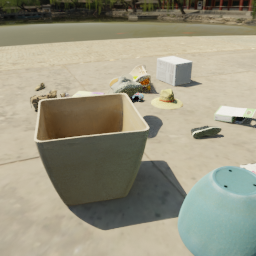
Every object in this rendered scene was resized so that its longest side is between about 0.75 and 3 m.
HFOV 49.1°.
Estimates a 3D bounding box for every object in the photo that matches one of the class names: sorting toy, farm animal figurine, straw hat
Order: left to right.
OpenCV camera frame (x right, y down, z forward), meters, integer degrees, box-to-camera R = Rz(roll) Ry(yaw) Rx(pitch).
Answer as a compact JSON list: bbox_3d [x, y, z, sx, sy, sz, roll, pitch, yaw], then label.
[{"bbox_3d":[-3.418,-1.380,12.834,1.438,0.896,1.781,12,29,37],"label":"farm animal figurine"},{"bbox_3d":[0.265,-2.662,15.590,1.799,1.068,1.999,-9,28,-1],"label":"sorting toy"},{"bbox_3d":[1.876,-1.523,13.490,1.667,0.705,1.667,1,26,0],"label":"straw hat"}]

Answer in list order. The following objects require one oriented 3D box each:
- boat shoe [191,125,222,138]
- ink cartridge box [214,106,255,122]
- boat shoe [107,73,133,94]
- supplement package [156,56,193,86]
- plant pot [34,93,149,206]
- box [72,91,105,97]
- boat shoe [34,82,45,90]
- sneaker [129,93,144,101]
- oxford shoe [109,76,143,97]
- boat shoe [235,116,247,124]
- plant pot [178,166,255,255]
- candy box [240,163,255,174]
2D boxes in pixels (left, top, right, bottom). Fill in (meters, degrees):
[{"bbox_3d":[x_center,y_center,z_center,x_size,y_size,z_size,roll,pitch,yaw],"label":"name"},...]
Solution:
[{"bbox_3d":[2.917,0.084,10.556,1.177,0.440,0.390,-14,41,-7],"label":"boat shoe"},{"bbox_3d":[4.517,-0.566,11.825,1.474,0.353,1.072,11,28,30],"label":"ink cartridge box"},{"bbox_3d":[-0.396,-1.728,13.880,0.893,0.770,2.457,22,50,9],"label":"boat shoe"},{"bbox_3d":[2.715,-3.406,16.593,1.302,1.292,1.716,-15,30,-28],"label":"supplement package"},{"bbox_3d":[-1.000,0.585,7.546,2.508,2.223,2.511,-6,28,-12],"label":"plant pot"},{"bbox_3d":[-1.867,-1.063,12.552,1.285,0.706,1.461,6,27,13],"label":"box"},{"bbox_3d":[-4.910,-2.304,15.527,0.310,0.279,0.860,9,28,17],"label":"boat shoe"},{"bbox_3d":[0.240,-1.555,13.884,1.039,0.412,0.496,8,29,17],"label":"sneaker"},{"bbox_3d":[-0.047,-1.615,10.900,0.663,0.864,2.297,55,21,9],"label":"oxford shoe"},{"bbox_3d":[4.798,-0.534,11.869,0.395,0.366,1.070,19,32,34],"label":"boat shoe"},{"bbox_3d":[2.250,1.720,6.099,2.198,1.480,2.198,0,27,0],"label":"plant pot"},{"bbox_3d":[4.052,1.390,7.901,1.466,0.447,1.000,-5,27,-11],"label":"candy box"}]
